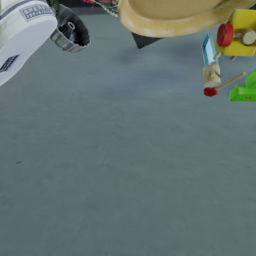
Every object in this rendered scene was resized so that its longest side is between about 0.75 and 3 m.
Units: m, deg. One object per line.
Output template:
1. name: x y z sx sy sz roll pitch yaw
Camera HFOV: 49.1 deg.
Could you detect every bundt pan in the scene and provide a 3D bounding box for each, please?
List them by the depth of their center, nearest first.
1. bundt pan: -2.189 -3.408 9.877 0.677 1.805 1.805 -32 11 33

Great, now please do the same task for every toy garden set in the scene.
1. toy garden set: 2.118 -1.036 4.358 2.070 0.496 2.483 1 -13 -3

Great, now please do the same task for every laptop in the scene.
1. laptop: 1.001 -4.158 9.462 1.271 2.054 2.194 -5 29 44

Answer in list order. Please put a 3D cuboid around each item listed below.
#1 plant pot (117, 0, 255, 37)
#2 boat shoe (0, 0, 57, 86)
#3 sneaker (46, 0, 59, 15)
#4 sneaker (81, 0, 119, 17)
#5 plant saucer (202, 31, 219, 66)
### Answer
1. plant pot: 1.127 -2.389 4.914 2.729 0.375 2.729 -9 -6 -1
2. boat shoe: -2.086 -1.116 3.815 2.802 0.978 0.993 -24 10 42
3. sneaker: -2.150 -3.415 7.159 0.518 1.328 0.566 -1 59 6
4. sneaker: -0.488 -3.278 6.886 1.766 0.712 0.659 13 -8 -13
5. plant saucer: 2.599 -2.341 8.907 0.173 0.636 1.819 7 50 -4
